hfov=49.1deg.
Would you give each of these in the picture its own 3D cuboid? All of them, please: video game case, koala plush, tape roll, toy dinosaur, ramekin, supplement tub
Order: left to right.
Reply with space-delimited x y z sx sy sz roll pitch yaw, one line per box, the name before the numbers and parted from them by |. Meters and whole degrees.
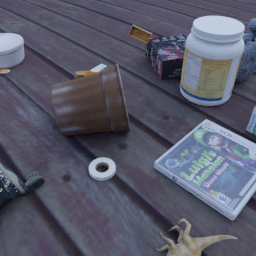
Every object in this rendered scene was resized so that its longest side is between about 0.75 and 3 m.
ramekin | -6.135 -3.749 13.724 2.204 1.027 2.204 0 41 0
tape roll | -0.788 1.250 8.580 0.832 0.152 0.832 0 42 0
toy dinosaur | 1.407 2.768 6.649 2.084 0.607 1.054 -23 61 -14
supplement tub | 3.221 -2.570 10.884 2.117 2.927 2.117 0 41 0
video game case | 2.762 1.041 8.676 2.687 0.345 2.956 32 50 32
koala plush | 4.386 -3.540 12.516 2.821 2.502 2.593 29 58 24

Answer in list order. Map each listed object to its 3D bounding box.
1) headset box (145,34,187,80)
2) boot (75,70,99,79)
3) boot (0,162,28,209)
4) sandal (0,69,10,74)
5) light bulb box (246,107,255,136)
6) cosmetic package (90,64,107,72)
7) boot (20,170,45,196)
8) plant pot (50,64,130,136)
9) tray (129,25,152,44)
headset box | 2.168 -3.352 13.253 2.036 1.028 2.739 -10 42 -11
boot | -1.389 -1.677 11.431 1.337 0.657 1.868 -2 54 -20
boot | -3.881 1.693 7.610 2.095 0.756 1.582 19 54 38
sandal | -6.071 -2.726 13.102 1.002 0.287 0.384 -7 41 -9
light bulb box | 5.349 -0.158 9.522 1.678 1.056 1.693 -23 46 -25
cosmetic package | -1.345 -2.536 12.762 0.353 0.448 0.833 26 49 25
boot | -2.902 1.601 8.144 0.882 0.299 0.576 -27 35 -28
plant pot | -1.254 -0.792 9.530 2.317 2.340 2.340 -11 41 0
tray | 0.456 -3.492 10.422 0.785 0.387 0.145 24 33 -4
